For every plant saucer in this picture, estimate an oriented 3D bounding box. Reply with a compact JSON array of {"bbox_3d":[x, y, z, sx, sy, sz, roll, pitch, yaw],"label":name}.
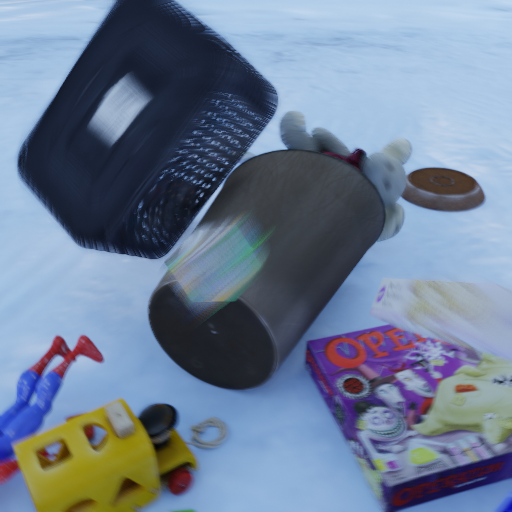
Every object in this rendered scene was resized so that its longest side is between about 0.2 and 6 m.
[{"bbox_3d":[3.991,-1.493,12.076,1.873,0.323,1.873,0,33,0],"label":"plant saucer"}]

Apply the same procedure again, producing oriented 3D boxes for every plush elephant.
[{"bbox_3d":[1.720,-1.314,9.785,1.897,2.018,2.451,-8,-18,27],"label":"plush elephant"}]

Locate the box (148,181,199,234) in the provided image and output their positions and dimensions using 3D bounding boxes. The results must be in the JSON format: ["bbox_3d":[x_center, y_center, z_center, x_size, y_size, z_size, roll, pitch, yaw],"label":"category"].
[{"bbox_3d":[-1.588,-0.938,10.629,0.691,0.698,0.841,18,28,6],"label":"box"}]

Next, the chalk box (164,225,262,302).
[{"bbox_3d":[-0.363,0.084,5.638,0.903,0.559,0.562,-4,35,47],"label":"chalk box"}]

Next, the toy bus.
[{"bbox_3d":[-1.411,2.021,5.767,1.912,1.047,2.026,5,33,8],"label":"toy bus"}]

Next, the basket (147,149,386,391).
[{"bbox_3d":[0.076,0.133,7.868,2.847,2.147,3.157,0,34,27],"label":"basket"}]

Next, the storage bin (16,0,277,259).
[{"bbox_3d":[-1.625,-1.842,8.238,2.264,3.348,1.570,44,13,23],"label":"storage bin"}]

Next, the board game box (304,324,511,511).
[{"bbox_3d":[2.814,1.583,6.986,3.873,0.625,2.324,-10,29,-14],"label":"board game box"}]

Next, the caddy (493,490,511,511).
[{"bbox_3d":[3.083,2.693,3.583,4.415,2.318,3.121,-28,61,-30],"label":"caddy"}]

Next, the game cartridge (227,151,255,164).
[{"bbox_3d":[-0.443,-2.480,13.809,0.515,0.156,0.772,-29,42,-32],"label":"game cartridge"}]

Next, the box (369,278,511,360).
[{"bbox_3d":[1.788,0.545,5.454,0.484,0.518,2.500,24,-3,-6],"label":"box"}]

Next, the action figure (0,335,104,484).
[{"bbox_3d":[-2.705,2.017,6.055,0.883,0.698,2.699,-1,36,33],"label":"action figure"}]
